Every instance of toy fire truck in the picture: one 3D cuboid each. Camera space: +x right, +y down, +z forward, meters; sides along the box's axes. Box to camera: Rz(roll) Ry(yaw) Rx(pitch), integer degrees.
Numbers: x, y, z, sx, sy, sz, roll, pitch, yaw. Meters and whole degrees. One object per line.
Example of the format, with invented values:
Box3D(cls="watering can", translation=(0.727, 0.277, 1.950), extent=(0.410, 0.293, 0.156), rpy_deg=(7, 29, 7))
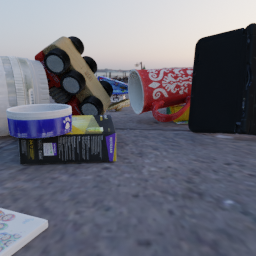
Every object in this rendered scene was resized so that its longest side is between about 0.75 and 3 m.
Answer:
Box3D(cls="toy fire truck", translation=(-2.430, -1.083, 9.109), extent=(2.982, 2.625, 1.918), rpy_deg=(-20, 28, 30))

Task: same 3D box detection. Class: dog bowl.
Box3D(cls="dog bowl", translation=(-1.663, -0.163, 5.339), extent=(1.176, 0.463, 1.176), rpy_deg=(-1, 13, 0))

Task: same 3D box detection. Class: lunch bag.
Box3D(cls="lunch bag", translation=(-0.648, -2.450, 16.916), extent=(2.372, 1.116, 1.786), rpy_deg=(5, 7, -3))

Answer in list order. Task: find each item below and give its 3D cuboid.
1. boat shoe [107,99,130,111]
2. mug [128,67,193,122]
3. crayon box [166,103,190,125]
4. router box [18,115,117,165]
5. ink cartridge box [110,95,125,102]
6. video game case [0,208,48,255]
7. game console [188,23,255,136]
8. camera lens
Box3D(cls="boat shoe", translation=(-0.418, -0.988, 12.895), extent=(1.245, 0.413, 0.461), rpy_deg=(-23, 22, -27))
Box3D(cls="mug", translation=(1.374, -1.168, 9.860), extent=(2.311, 2.051, 1.542), rpy_deg=(-10, -8, -17))
Box3D(cls="crayon box", translation=(2.276, -0.632, 10.496), extent=(1.366, 0.560, 2.173), rpy_deg=(-5, 11, -1))
Box3D(cls="router box", translation=(-1.254, 0.170, 6.453), extent=(1.860, 0.618, 2.366), rpy_deg=(-1, 11, -7))
Box3D(cls="ink cartridge box", translation=(-0.694, -1.779, 16.877), extent=(0.990, 0.417, 0.716), rpy_deg=(2, 11, 7))
Box3D(cls="video game case", translation=(-1.483, 1.135, 2.930), extent=(0.861, 0.112, 0.946), rpy_deg=(5, 12, 23))
Box3D(cls="game console", translation=(3.286, -1.197, 7.866), extent=(2.537, 2.885, 1.679), rpy_deg=(6, -4, -10))
Box3D(cls="camera lens", translation=(-3.729, -0.834, 7.518), extent=(2.718, 2.174, 2.174), rpy_deg=(-6, 13, -30))
